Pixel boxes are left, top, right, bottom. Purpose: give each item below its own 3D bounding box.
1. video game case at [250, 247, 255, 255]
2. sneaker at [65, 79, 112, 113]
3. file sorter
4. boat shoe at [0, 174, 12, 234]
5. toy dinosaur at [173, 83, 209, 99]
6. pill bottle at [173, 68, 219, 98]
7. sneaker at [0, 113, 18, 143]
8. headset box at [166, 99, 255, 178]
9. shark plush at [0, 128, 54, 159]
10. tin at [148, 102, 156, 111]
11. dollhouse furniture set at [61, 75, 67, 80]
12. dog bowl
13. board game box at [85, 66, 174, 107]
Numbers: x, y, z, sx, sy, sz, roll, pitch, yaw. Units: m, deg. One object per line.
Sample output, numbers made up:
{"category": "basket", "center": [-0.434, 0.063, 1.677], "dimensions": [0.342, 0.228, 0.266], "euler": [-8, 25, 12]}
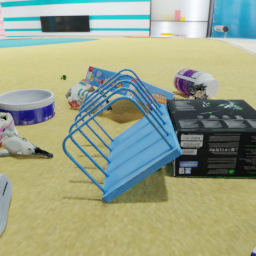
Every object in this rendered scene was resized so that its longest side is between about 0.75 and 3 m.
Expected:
{"category": "video game case", "center": [3.252, 2.212, 4.592], "dimensions": [1.681, 0.421, 1.855], "euler": [-22, 31, -40]}
{"category": "sneaker", "center": [-1.804, -1.164, 12.204], "dimensions": [1.338, 1.007, 2.861], "euler": [-35, 42, -14]}
{"category": "file sorter", "center": [-0.207, -0.076, 7.145], "dimensions": [2.060, 1.822, 2.969], "euler": [-37, 18, 15]}
{"category": "boat shoe", "center": [-2.884, 1.685, 5.714], "dimensions": [0.626, 0.727, 2.019], "euler": [-27, 22, 0]}
{"category": "toy dinosaur", "center": [2.819, -1.177, 11.980], "dimensions": [2.157, 1.102, 1.464], "euler": [29, 47, 12]}
{"category": "pill bottle", "center": [3.376, -2.199, 13.943], "dimensions": [1.250, 1.250, 2.224], "euler": [-13, 27, -28]}
{"category": "sneaker", "center": [-4.349, 0.140, 8.770], "dimensions": [0.892, 0.968, 2.194], "euler": [4, 23, 8]}
{"category": "headset box", "center": [2.474, 0.112, 8.314], "dimensions": [2.568, 1.368, 2.949], "euler": [0, 23, 2]}
{"category": "shark plush", "center": [-3.064, 0.492, 8.475], "dimensions": [1.856, 0.843, 0.773], "euler": [2, -8, 17]}
{"category": "tin", "center": [0.917, -0.656, 10.160], "dimensions": [0.159, 0.426, 0.761], "euler": [-7, -25, 22]}
{"category": "dollhouse furniture set", "center": [-4.037, -3.264, 17.642], "dimensions": [0.418, 0.323, 0.836], "euler": [-4, 23, -11]}
{"category": "dog bowl", "center": [-4.092, -0.890, 11.330], "dimensions": [2.206, 0.869, 2.206], "euler": [0, 22, 0]}
{"category": "board game box", "center": [0.061, -1.702, 12.016], "dimensions": [2.794, 0.781, 2.736], "euler": [12, 9, -45]}
